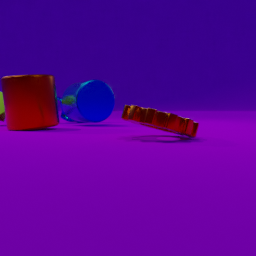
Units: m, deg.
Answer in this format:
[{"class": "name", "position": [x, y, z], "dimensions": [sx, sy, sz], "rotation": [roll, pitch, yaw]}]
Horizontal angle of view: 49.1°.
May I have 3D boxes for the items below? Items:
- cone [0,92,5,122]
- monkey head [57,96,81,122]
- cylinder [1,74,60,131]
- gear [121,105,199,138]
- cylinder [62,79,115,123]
[{"class": "cone", "position": [-4.152, -0.478, 8.995], "dimensions": [0.987, 0.987, 0.991], "rotation": [0, -32, -3]}, {"class": "monkey head", "position": [-1.925, -0.810, 10.793], "dimensions": [1.921, 1.158, 1.382], "rotation": [4, 3, 6]}, {"class": "cylinder", "position": [-2.423, -0.649, 7.014], "dimensions": [1.274, 1.274, 1.274], "rotation": [-4, 7, 1]}, {"class": "gear", "position": [0.545, -0.111, 4.849], "dimensions": [1.306, 0.242, 1.306], "rotation": [14, -1, 0]}, {"class": "cylinder", "position": [-1.264, -0.830, 8.808], "dimensions": [1.281, 1.281, 1.281], "rotation": [-2, 4, -33]}]
